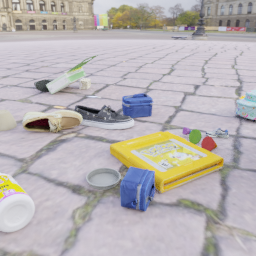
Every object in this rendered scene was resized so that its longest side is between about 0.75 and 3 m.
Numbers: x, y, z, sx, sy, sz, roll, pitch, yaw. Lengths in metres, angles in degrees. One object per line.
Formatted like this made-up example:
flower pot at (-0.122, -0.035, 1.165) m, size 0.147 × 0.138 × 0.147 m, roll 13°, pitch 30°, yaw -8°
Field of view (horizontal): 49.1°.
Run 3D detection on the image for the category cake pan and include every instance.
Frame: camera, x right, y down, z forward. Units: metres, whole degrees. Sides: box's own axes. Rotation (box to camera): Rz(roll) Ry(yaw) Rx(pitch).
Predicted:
cake pan at (-0.643, 1.336, 7.359) m, size 0.905 × 0.166 × 0.905 m, roll 0°, pitch 22°, yaw 0°

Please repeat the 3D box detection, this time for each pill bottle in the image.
pill bottle at (-2.713, 1.508, 6.080) m, size 0.815 × 0.815 × 1.563 m, roll -18°, pitch 28°, yaw -38°

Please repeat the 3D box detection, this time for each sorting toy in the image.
sorting toy at (2.490, 0.370, 9.527) m, size 0.516 × 0.520 × 1.499 m, roll 13°, pitch 14°, yaw -35°

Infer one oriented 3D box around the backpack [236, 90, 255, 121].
backpack at (5.380, -0.929, 11.689) m, size 1.601 × 1.206 × 1.422 m, roll -15°, pitch 25°, yaw -20°

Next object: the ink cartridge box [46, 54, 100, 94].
ink cartridge box at (-2.874, -3.004, 15.524) m, size 2.884 × 0.691 × 2.098 m, roll -24°, pitch 13°, yaw 23°

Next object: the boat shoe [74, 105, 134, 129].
boat shoe at (-0.981, -0.525, 11.028) m, size 2.494 × 0.826 × 0.872 m, roll 8°, pitch 23°, yaw 18°

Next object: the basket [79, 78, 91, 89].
basket at (-2.524, -2.618, 16.538) m, size 0.495 × 0.544 × 0.803 m, roll 5°, pitch 23°, yaw 7°

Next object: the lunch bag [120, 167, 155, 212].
lunch bag at (0.273, 1.406, 6.453) m, size 0.700 × 0.719 × 1.058 m, roll 6°, pitch 23°, yaw 15°

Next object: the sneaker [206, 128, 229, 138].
sneaker at (3.203, 0.145, 10.045) m, size 0.799 × 0.340 × 0.308 m, roll 3°, pitch 22°, yaw 10°

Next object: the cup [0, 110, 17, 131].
cup at (-4.829, -0.340, 10.834) m, size 0.897 × 0.642 × 0.897 m, roll -1°, pitch 22°, yaw 0°

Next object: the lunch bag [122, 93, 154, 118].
lunch bag at (0.452, -1.023, 12.131) m, size 1.382 × 0.914 × 0.939 m, roll -7°, pitch 23°, yaw -15°

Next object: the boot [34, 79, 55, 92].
boot at (-4.959, -2.496, 16.275) m, size 1.339 × 0.694 × 2.050 m, roll 4°, pitch 15°, yaw 25°

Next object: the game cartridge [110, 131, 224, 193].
game cartridge at (1.056, 0.809, 8.321) m, size 2.296 × 0.423 × 2.605 m, roll -14°, pitch 27°, yaw -30°

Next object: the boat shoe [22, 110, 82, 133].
boat shoe at (-2.795, -0.163, 10.391) m, size 2.176 × 0.805 × 0.722 m, roll -3°, pitch 36°, yaw -5°

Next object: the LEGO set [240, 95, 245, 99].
LEGO set at (5.698, -1.349, 13.803) m, size 0.947 × 0.352 × 0.435 m, roll -13°, pitch 58°, yaw -28°
